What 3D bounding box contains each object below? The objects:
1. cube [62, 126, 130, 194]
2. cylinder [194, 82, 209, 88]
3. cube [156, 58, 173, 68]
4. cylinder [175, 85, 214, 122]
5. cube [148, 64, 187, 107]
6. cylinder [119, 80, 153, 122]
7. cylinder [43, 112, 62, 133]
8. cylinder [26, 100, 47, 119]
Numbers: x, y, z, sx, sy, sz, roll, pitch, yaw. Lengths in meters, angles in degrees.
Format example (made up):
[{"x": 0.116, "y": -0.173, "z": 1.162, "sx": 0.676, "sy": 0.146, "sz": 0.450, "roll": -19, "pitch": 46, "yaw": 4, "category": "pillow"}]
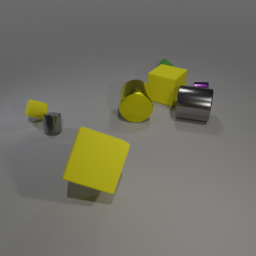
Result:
[{"x": -0.895, "y": 0.840, "z": 7.840, "sx": 1.400, "sy": 1.400, "sz": 1.400, "roll": 19, "pitch": -1, "yaw": -8, "category": "cube"}, {"x": 3.606, "y": -1.916, "z": 13.795, "sx": 0.700, "sy": 0.700, "sz": 0.700, "roll": 3, "pitch": 33, "yaw": 16, "category": "cylinder"}, {"x": 2.026, "y": -3.331, "z": 15.709, "sx": 0.700, "sy": 0.700, "sz": 0.700, "roll": 33, "pitch": 41, "yaw": -13, "category": "cube"}, {"x": 2.794, "y": -1.036, "z": 11.852, "sx": 1.400, "sy": 1.400, "sz": 1.400, "roll": 9, "pitch": 34, "yaw": 14, "category": "cylinder"}, {"x": 1.866, "y": -2.075, "z": 13.452, "sx": 1.400, "sy": 1.400, "sz": 1.400, "roll": 19, "pitch": 38, "yaw": 26, "category": "cube"}, {"x": 0.338, "y": -1.180, "z": 12.072, "sx": 1.400, "sy": 1.400, "sz": 1.400, "roll": 0, "pitch": 33, "yaw": 0, "category": "cylinder"}, {"x": -2.998, "y": -0.226, "z": 11.095, "sx": 0.700, "sy": 0.700, "sz": 0.700, "roll": 2, "pitch": 13, "yaw": -1, "category": "cylinder"}, {"x": -3.827, "y": -0.775, "z": 11.711, "sx": 0.700, "sy": 0.700, "sz": 0.700, "roll": 12, "pitch": 24, "yaw": -33, "category": "cylinder"}]
